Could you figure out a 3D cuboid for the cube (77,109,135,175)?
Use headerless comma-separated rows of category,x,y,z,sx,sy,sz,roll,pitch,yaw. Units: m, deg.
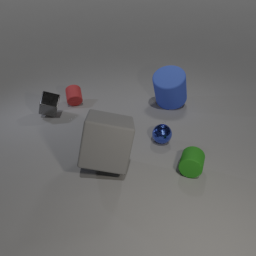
cube,-0.632,0.372,8.311,1.400,1.400,1.400,10,17,-5

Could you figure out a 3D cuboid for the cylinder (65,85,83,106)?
cylinder,-2.440,-1.473,12.643,0.700,0.700,0.700,-7,59,-13

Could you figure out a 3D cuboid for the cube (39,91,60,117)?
cube,-3.238,-0.978,11.531,0.700,0.700,0.700,12,54,-14

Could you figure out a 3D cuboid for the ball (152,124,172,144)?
ball,1.198,0.209,9.869,0.700,0.700,0.700,0,30,0

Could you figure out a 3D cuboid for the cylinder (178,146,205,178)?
cylinder,1.921,1.020,8.414,0.700,0.700,0.700,10,34,17

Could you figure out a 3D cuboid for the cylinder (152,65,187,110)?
cylinder,1.840,-1.751,12.229,1.400,1.400,1.400,-7,53,9
